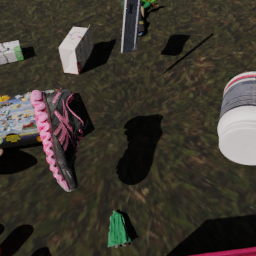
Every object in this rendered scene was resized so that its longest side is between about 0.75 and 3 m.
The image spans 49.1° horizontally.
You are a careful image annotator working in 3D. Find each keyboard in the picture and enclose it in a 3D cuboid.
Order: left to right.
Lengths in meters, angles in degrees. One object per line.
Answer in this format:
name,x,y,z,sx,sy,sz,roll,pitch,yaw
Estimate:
keyboard,0.128,-3.476,8.196,0.133,2.486,0.700,24,29,38

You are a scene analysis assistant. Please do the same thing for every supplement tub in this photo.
supplement tub,3.409,-0.308,7.801,1.626,1.626,2.317,15,50,13

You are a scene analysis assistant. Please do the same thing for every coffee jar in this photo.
coffee jar,0.171,-3.758,9.313,0.554,1.297,0.677,-14,8,-23

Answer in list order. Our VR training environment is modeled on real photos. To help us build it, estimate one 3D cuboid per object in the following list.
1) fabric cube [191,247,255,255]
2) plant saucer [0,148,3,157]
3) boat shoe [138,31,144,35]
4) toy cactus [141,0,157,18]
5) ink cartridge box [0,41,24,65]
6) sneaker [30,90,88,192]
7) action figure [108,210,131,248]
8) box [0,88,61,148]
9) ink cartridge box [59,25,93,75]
fabric cube,0.953,3.490,3.757,2.645,2.696,2.687,-5,49,-3
plant saucer,-4.255,0.803,7.131,1.989,0.343,1.989,2,12,0
boat shoe,0.278,-4.713,12.361,0.620,0.621,1.716,-11,49,-9
toy cactus,0.535,-5.765,13.339,1.675,0.856,1.382,-2,67,-5
ink cartridge box,-4.704,-2.924,10.895,1.080,0.454,0.788,-17,51,-14
sneaker,-1.270,0.172,5.820,1.060,0.878,2.222,-15,82,-20
action figure,-0.240,2.285,6.450,0.525,0.243,0.889,-7,42,-5
box,-3.413,-0.286,8.285,2.976,0.593,2.037,-8,40,-7
ink cartridge box,-1.897,-3.037,10.575,0.632,1.091,1.873,10,48,9
